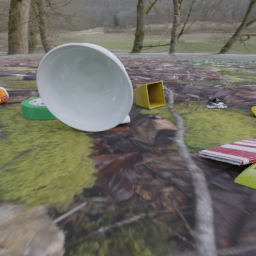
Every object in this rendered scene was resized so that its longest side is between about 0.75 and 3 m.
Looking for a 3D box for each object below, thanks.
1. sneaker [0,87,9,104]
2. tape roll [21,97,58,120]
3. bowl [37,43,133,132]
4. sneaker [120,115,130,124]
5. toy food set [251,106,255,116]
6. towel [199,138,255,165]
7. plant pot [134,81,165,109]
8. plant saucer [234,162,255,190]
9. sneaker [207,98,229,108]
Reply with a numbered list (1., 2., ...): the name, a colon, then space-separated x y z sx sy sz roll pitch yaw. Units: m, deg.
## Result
1. sneaker: -6.704 -1.542 12.730 2.498 0.912 0.964 4 27 18
2. tape roll: -3.129 -0.845 11.206 2.094 0.503 2.094 1 18 0
3. bowl: -1.163 -1.398 8.560 2.880 2.880 1.295 3 38 10
4. sneaker: -0.732 -0.994 10.201 0.887 1.422 2.411 -10 22 -30
5. toy food set: 5.168 -0.586 10.855 0.928 0.303 0.546 -8 44 -18
6. towel: 2.977 0.578 6.918 2.007 0.228 1.446 -10 7 -25
7. plant pot: 0.883 -1.434 12.273 1.060 1.061 0.935 -17 14 -42
8. plant saucer: 3.253 0.992 5.982 1.424 0.341 1.422 17 25 41
9. sneaker: 3.854 -1.064 11.962 0.956 0.433 0.318 0 19 -2
